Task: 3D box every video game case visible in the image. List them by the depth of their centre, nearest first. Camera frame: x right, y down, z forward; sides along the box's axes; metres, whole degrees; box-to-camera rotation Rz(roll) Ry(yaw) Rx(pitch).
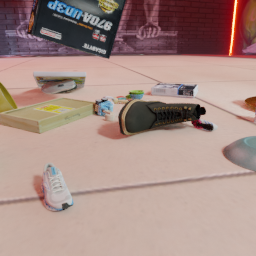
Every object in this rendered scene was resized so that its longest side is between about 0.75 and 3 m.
[{"bbox_3d":[-3.374,-2.406,14.078,2.421,0.277,2.204,-2,-6,-12],"label":"video game case"}]

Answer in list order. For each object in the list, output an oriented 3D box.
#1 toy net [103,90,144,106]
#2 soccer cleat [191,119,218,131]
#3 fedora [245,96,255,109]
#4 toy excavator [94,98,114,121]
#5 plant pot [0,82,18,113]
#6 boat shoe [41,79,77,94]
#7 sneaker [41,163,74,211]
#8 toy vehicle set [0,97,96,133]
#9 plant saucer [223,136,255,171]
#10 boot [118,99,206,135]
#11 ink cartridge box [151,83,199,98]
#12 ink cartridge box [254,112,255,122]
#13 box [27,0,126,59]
[{"bbox_3d":[-0.393,-1.315,11.926,2.246,0.434,1.178,-15,23,-37],"label":"toy net"},{"bbox_3d":[2.313,-0.091,8.488,0.368,0.298,0.852,-2,20,-40],"label":"soccer cleat"},{"bbox_3d":[5.885,-1.283,10.764,2.702,1.102,2.702,0,19,0],"label":"fedora"},{"bbox_3d":[-0.725,-0.610,9.781,1.056,0.528,1.027,20,26,26],"label":"toy excavator"},{"bbox_3d":[-4.468,-0.841,9.532,0.900,1.268,1.268,-30,25,-8],"label":"plant pot"},{"bbox_3d":[-3.371,-1.949,13.782,1.756,0.621,0.559,-5,-16,10],"label":"boat shoe"},{"bbox_3d":[-1.281,0.963,4.822,0.452,0.522,1.205,-9,21,-29],"label":"sneaker"},{"bbox_3d":[-2.563,-0.526,9.574,1.781,0.380,2.866,11,21,30],"label":"toy vehicle set"},{"bbox_3d":[3.191,0.512,6.469,1.867,0.359,1.867,1,18,0],"label":"plant saucer"},{"bbox_3d":[1.021,-0.393,7.945,1.734,0.971,2.507,3,18,32],"label":"boot"},{"bbox_3d":[2.370,-1.919,13.784,2.036,0.446,2.056,6,18,19],"label":"ink cartridge box"},{"bbox_3d":[4.572,-0.464,9.112,0.758,0.558,0.548,10,20,27],"label":"ink cartridge box"},{"bbox_3d":[-1.559,-3.621,8.856,2.748,2.184,0.632,9,14,-37],"label":"box"}]
